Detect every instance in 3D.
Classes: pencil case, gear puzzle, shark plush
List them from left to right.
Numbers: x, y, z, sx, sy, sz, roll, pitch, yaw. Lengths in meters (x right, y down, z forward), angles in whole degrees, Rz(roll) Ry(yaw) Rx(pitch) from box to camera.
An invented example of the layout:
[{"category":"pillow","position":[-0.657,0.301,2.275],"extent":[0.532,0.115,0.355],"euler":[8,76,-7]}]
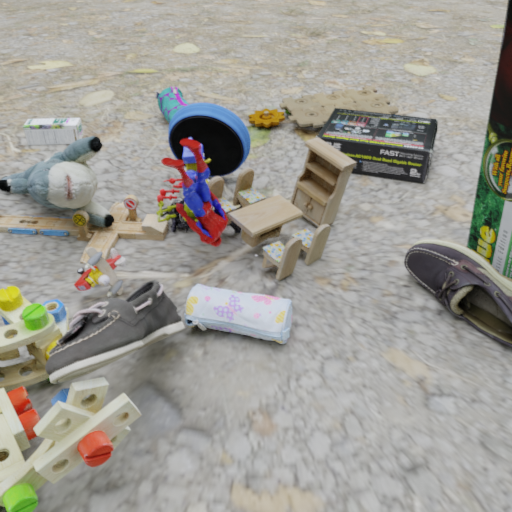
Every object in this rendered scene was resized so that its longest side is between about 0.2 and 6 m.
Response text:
[{"category":"shark plush","position":[-3.932,-1.473,10.075],"extent":[1.429,1.559,3.432],"euler":[-18,31,-40]},{"category":"pencil case","position":[-1.968,-3.680,14.095],"extent":[0.725,0.787,1.703],"euler":[-4,35,-25]},{"category":"pencil case","position":[-0.235,0.803,7.772],"extent":[1.498,0.623,0.679],"euler":[8,20,10]},{"category":"gear puzzle","position":[1.633,-3.594,14.342],"extent":[3.715,0.487,1.924],"euler":[-10,38,-9]}]

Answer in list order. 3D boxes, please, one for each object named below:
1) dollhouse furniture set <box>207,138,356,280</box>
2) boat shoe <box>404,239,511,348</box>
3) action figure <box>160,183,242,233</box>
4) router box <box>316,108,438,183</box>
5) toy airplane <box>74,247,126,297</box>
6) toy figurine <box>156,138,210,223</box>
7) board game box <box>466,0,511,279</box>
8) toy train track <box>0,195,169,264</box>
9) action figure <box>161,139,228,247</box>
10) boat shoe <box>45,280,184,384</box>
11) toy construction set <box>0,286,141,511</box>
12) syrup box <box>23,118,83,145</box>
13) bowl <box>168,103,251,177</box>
[{"category":"dollhouse furniture set","position":[0.530,-0.975,9.419],"extent":[2.101,1.367,1.930],"euler":[-24,52,-38]},{"category":"boat shoe","position":[3.043,0.515,8.040],"extent":[0.757,0.840,2.336],"euler":[-22,46,-36]},{"category":"action figure","position":[-1.009,-0.840,10.035],"extent":[1.546,0.789,0.919],"euler":[6,43,5]},{"category":"router box","position":[2.677,-2.488,12.388],"extent":[2.458,0.764,1.842],"euler":[11,36,16]},{"category":"toy airplane","position":[-2.249,0.251,8.316],"extent":[0.748,0.745,0.528],"euler":[10,23,-32]},{"category":"toy figurine","position":[-1.203,-1.420,9.457],"extent":[0.966,1.098,1.832],"euler":[1,30,-3]},{"category":"board game box","position":[3.768,-0.862,6.993],"extent":[0.500,4.260,2.232],"euler":[-24,41,-20]},{"category":"toy train track","position":[-3.363,-0.696,9.999],"extent":[3.539,0.576,2.030],"euler":[3,35,5]},{"category":"action figure","position":[-0.841,-0.806,8.362],"extent":[0.525,2.031,0.665],"euler":[18,58,28]},{"category":"boat shoe","position":[-1.627,0.774,6.403],"extent":[0.936,0.798,2.799],"euler":[-25,-4,10]},{"category":"toy construction set","position":[-2.562,1.576,6.112],"extent":[2.086,1.465,3.181],"euler":[-23,30,-29]},{"category":"syrup box","position":[-4.799,-2.958,13.307],"extent":[1.242,0.506,0.489],"euler":[-3,36,-2]},{"category":"bowl","position":[-0.952,-2.243,11.122],"extent":[1.678,1.678,0.329],"euler":[7,51,9]}]
